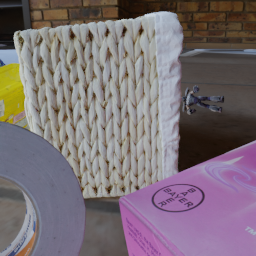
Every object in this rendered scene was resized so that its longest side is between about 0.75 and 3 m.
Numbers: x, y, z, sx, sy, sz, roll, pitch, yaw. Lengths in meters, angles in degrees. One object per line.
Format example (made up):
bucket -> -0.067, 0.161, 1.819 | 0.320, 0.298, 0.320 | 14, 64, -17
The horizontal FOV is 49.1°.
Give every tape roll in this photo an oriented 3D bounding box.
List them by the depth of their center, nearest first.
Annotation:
tape roll -> -1.267, 0.800, 2.335 | 1.756, 1.756, 0.580 | -10, 4, -28

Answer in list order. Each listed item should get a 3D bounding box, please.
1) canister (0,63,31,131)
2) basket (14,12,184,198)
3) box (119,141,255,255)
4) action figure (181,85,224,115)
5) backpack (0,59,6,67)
canister -> -2.531, -0.315, 5.797 | 0.774, 1.789, 1.329 | 34, 45, 11
basket -> -0.462, -0.560, 5.320 | 2.344, 2.915, 2.889 | -4, 19, -5
box -> 1.811, 1.036, 1.961 | 2.866, 1.385, 2.521 | -17, 18, -22
action figure -> 2.170, -0.824, 8.497 | 1.380, 0.898, 0.479 | 11, 10, 25
backpack -> -3.623, -0.970, 6.888 | 1.339, 1.818, 1.991 | -14, -9, -4
